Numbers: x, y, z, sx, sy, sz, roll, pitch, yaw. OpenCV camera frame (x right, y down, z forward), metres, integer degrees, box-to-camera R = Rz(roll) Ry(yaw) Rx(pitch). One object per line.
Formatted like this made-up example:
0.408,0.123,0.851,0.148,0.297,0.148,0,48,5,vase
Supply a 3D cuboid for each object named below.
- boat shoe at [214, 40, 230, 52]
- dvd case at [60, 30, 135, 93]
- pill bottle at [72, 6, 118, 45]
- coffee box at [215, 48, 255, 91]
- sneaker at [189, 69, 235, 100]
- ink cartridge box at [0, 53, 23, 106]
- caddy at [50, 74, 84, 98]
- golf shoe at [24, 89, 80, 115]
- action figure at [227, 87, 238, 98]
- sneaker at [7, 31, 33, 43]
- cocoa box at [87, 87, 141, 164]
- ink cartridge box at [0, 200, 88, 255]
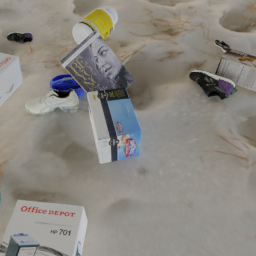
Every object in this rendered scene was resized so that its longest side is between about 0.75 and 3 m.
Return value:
4.529,-4.015,13.453,0.366,0.299,0.990,-18,52,-14,boat shoe
-1.038,-2.051,10.185,1.746,2.348,0.188,-46,23,-11,dvd case
-1.491,-4.921,13.532,1.336,1.336,2.385,23,55,19,pill bottle
4.947,-2.319,11.439,2.343,0.934,1.340,26,39,20,coffee box
3.200,-1.735,11.276,1.951,0.739,0.854,26,81,37,sneaker
-5.982,-2.097,10.891,2.946,1.247,2.129,13,43,2,ink cartridge box
-2.373,-1.711,11.218,1.443,0.757,1.020,-7,49,-5,caddy
-2.918,-1.103,10.540,2.111,1.026,0.827,-7,51,-5,golf shoe
3.818,-1.771,11.569,0.733,0.339,1.241,-28,52,-18,action figure
-5.293,-4.403,13.702,1.226,0.464,0.537,-11,56,-9,sneaker
-0.489,-0.126,9.434,1.385,1.407,2.110,-10,51,-10,cocoa box
-2.154,3.198,6.878,1.843,1.081,2.517,4,51,4,ink cartridge box
